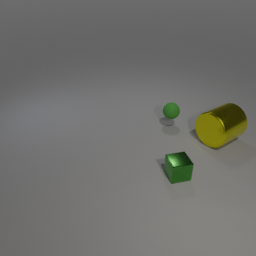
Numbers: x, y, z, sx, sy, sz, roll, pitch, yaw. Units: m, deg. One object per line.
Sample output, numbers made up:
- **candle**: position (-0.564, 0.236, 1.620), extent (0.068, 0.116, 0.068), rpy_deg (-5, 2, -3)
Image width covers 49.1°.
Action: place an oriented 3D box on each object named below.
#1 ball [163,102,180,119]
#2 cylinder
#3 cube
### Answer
- **ball**: position (1.802, -0.714, 11.643), extent (0.700, 0.700, 0.700), rpy_deg (0, 32, 0)
- **cylinder**: position (3.566, -0.119, 10.736), extent (1.400, 1.400, 1.400), rpy_deg (-21, 38, -31)
- **cube**: position (1.642, 1.285, 9.141), extent (0.700, 0.700, 0.700), rpy_deg (-8, 33, -13)
